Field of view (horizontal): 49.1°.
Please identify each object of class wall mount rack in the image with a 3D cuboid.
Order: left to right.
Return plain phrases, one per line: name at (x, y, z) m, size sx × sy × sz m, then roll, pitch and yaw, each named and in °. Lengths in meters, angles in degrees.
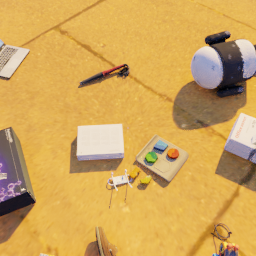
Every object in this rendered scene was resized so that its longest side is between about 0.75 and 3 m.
wall mount rack at (-0.229, 1.833, 9.628) m, size 0.881 × 0.329 × 0.766 m, roll -10°, pitch 53°, yaw -13°

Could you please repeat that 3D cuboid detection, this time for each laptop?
laptop at (-6.060, -3.576, 12.849) m, size 2.138 × 1.239 × 2.002 m, roll 14°, pitch 57°, yaw 9°

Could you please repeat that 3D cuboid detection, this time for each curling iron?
curling iron at (-1.007, -2.385, 12.586) m, size 2.434 × 0.311 × 0.603 m, roll -18°, pitch 58°, yaw -12°

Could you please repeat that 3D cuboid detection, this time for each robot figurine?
robot figurine at (4.163, -2.717, 11.894) m, size 2.983 × 1.862 × 2.241 m, roll -15°, pitch 54°, yaw -9°

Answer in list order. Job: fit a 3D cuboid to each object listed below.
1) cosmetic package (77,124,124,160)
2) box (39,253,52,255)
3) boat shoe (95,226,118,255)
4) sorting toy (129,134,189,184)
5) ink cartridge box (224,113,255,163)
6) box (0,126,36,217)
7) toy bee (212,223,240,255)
cosmetic package at (-1.029, 0.521, 10.501) m, size 1.709 × 0.441 × 1.288 m, roll -3°, pitch 54°, yaw -2°
box at (-2.031, 4.872, 7.462) m, size 1.543 × 0.538 × 2.592 m, roll 9°, pitch 54°, yaw 6°
boat shoe at (-0.565, 3.690, 8.291) m, size 0.553 × 0.585 × 1.627 m, roll -12°, pitch 66°, yaw -13°
sorting toy at (1.063, 1.233, 10.089) m, size 1.525 × 0.274 × 2.047 m, roll 33°, pitch 60°, yaw 21°
ink cartridge box at (4.759, 0.494, 10.298) m, size 1.918 × 0.823 × 1.404 m, roll 25°, pitch 59°, yaw 15°
box at (-4.452, 1.523, 9.460) m, size 1.920 × 1.073 × 2.720 m, roll -19°, pitch 57°, yaw -16°
toy bee at (2.716, 3.714, 7.861) m, size 1.436 × 1.192 × 2.193 m, roll -11°, pitch 57°, yaw -6°
